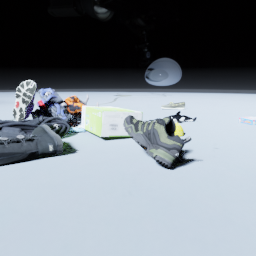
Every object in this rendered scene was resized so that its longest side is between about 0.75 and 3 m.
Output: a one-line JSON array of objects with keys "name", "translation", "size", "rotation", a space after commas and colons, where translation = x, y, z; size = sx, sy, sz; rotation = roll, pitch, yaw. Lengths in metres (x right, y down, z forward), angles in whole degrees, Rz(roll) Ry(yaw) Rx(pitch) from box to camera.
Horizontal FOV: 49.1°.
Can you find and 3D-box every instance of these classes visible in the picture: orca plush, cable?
[{"name": "orca plush", "translation": [2.392, -0.515, 12.587], "size": [1.392, 0.495, 0.732], "rotation": [0, 10, 2]}, {"name": "cable", "translation": [-3.445, -0.108, 9.619], "size": [2.830, 0.719, 2.309], "rotation": [4, 13, 27]}]

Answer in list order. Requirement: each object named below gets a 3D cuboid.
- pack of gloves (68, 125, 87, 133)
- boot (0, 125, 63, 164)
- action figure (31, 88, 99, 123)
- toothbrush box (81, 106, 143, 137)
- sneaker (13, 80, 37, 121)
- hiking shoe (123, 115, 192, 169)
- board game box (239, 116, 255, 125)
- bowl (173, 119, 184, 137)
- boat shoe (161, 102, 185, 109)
[{"name": "pack of gloves", "translation": [-2.323, -0.041, 10.552], "size": [1.514, 0.299, 1.272], "rotation": [-4, 10, -22]}, {"name": "boot", "translation": [-2.924, 0.443, 7.080], "size": [2.052, 0.673, 1.691], "rotation": [-12, 13, -33]}, {"name": "action figure", "translation": [-2.706, -0.611, 12.070], "size": [2.828, 1.529, 2.923], "rotation": [-12, 38, -21]}, {"name": "toothbrush box", "translation": [-0.618, -0.266, 9.815], "size": [1.484, 0.877, 2.038], "rotation": [0, 9, -28]}, {"name": "sneaker", "translation": [-3.996, -1.091, 11.032], "size": [0.735, 1.824, 0.761], "rotation": [33, 26, 6]}, {"name": "hiking shoe", "translation": [0.653, 0.110, 6.607], "size": [1.942, 0.978, 0.735], "rotation": [44, -1, 45]}, {"name": "board game box", "translation": [5.469, -0.323, 12.263], "size": [0.827, 0.236, 0.845], "rotation": [-4, 11, -19]}, {"name": "bowl", "translation": [1.471, -0.030, 9.813], "size": [0.990, 0.533, 0.990], "rotation": [-1, 10, 0]}, {"name": "boat shoe", "translation": [2.868, -1.434, 17.784], "size": [1.553, 0.464, 0.555], "rotation": [0, 10, -1]}]
